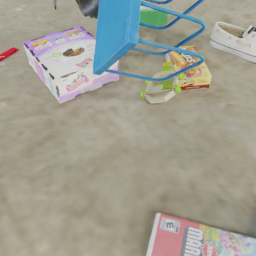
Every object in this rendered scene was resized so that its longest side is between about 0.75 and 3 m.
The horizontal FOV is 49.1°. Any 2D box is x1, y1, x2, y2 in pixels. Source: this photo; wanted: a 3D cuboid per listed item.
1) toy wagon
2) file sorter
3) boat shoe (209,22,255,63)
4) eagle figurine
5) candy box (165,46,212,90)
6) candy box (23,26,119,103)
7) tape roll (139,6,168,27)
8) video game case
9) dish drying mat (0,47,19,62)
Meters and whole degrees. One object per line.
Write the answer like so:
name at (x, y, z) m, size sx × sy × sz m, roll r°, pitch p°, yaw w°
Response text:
toy wagon at (1.059, -1.361, 8.257) m, size 1.179 × 0.301 × 1.520 m, roll -5°, pitch 48°, yaw 32°
file sorter at (0.466, -2.548, 5.700) m, size 1.730 × 1.957 × 2.820 m, roll 7°, pitch 82°, yaw -22°
boat shoe at (4.249, -3.060, 9.791) m, size 2.773 × 0.968 × 0.983 m, roll 30°, pitch 53°, yaw 26°
eagle figurine at (-1.729, -4.063, 7.215) m, size 1.865 × 2.471 × 1.875 m, roll -24°, pitch 80°, yaw 15°
candy box at (1.900, -1.979, 9.063) m, size 1.041 × 0.499 × 1.804 m, roll -5°, pitch 46°, yaw -4°
candy box at (-1.814, -2.137, 8.940) m, size 2.116 × 0.902 × 2.522 m, roll -25°, pitch 50°, yaw -23°
tape roll at (0.346, -4.354, 10.848) m, size 2.394 × 0.575 × 2.394 m, roll 0°, pitch 27°, yaw 0°
video game case at (1.555, 2.646, 4.556) m, size 2.686 × 0.234 × 1.920 m, roll 12°, pitch 55°, yaw 12°
dish drying mat at (-4.341, -2.656, 10.023) m, size 0.337 × 0.080 × 0.877 m, roll 22°, pitch 50°, yaw 21°
